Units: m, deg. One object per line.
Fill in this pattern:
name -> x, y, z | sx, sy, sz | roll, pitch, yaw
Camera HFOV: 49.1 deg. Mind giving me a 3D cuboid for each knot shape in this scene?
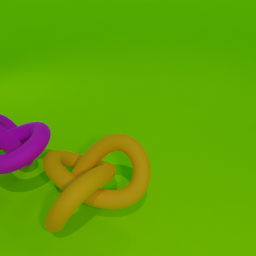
knot shape -> -0.711, 0.905, 4.585 | 1.941, 0.897, 1.816 | -2, 31, 31
knot shape -> -2.318, 0.244, 5.164 | 1.950, 0.963, 2.084 | 10, -2, 31
